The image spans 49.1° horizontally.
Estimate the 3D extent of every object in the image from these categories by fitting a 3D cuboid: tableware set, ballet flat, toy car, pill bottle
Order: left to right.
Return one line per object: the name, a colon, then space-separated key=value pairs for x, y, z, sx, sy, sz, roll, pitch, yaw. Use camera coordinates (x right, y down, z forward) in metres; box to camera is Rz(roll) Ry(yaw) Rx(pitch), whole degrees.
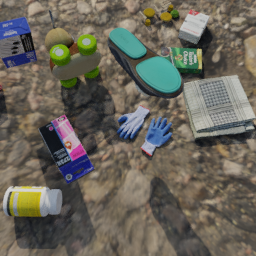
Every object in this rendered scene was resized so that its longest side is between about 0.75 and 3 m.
pill bottle: x=-2.847 y=2.230 z=8.495 sx=1.542 sy=0.881 sz=0.881 roll=1 pitch=67 yaw=1
toy car: x=-2.183 y=-3.004 z=10.028 sx=1.841 sy=1.916 sz=2.333 roll=-25 pitch=75 yaw=-11
ballet flat: x=0.429 y=-1.526 z=7.325 sx=1.092 sy=1.092 sz=2.989 roll=-30 pitch=56 yaw=-12
tableware set: x=1.340 y=-4.786 z=11.839 sx=1.553 sy=0.238 sz=1.046 roll=-30 pitch=73 yaw=-13

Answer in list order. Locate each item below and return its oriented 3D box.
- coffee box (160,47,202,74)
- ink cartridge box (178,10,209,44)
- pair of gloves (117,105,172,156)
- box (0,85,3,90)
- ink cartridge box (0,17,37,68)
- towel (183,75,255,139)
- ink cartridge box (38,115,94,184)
coffee box: x=2.043 y=-2.633 z=10.835 sx=1.587 sy=0.349 sz=0.976 roll=5 pitch=67 yaw=2
ink cartridge box: x=2.666 y=-4.101 z=11.379 sx=0.846 sy=0.491 sz=1.173 roll=25 pitch=69 yaw=10
pair of gloves: x=0.557 y=0.008 z=9.800 sx=1.871 sy=0.213 sz=1.504 roll=33 pitch=71 yaw=12
box: x=-5.662 y=-1.968 z=10.230 sx=1.892 sy=0.971 sz=0.896 roll=40 pitch=72 yaw=17
ink cartridge box: x=-3.209 y=-2.346 z=7.983 sx=0.991 sy=2.109 sz=0.466 roll=-20 pitch=89 yaw=-15
towel: x=3.214 y=-0.797 z=10.035 sx=2.240 sy=0.402 sz=2.326 roll=-8 pitch=68 yaw=-4
ink cartridge box: x=-2.093 y=0.680 z=9.443 sx=1.029 sy=0.403 sz=2.172 roll=-29 pitch=72 yaw=-12
